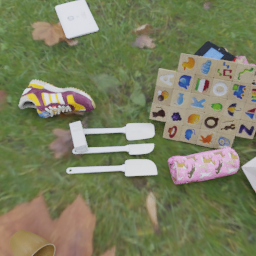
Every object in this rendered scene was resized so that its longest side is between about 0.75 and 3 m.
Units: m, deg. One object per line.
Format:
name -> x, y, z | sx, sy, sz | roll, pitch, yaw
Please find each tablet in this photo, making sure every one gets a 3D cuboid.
tablet -> -1.998, -4.235, 10.794 | 1.247, 0.131, 1.917 | -18, 61, -10

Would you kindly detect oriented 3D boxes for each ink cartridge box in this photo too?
ink cartridge box -> 4.434, 0.981, 7.080 | 2.623, 0.885, 1.528 | -28, 88, -15

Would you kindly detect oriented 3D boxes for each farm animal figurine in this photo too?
farm animal figurine -> 3.761, -1.406, 8.395 | 2.774, 1.446, 2.743 | 16, 61, 9

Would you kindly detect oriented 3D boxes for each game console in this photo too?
game console -> 2.353, -1.898, 8.641 | 1.452, 0.255, 1.642 | -49, 34, 17

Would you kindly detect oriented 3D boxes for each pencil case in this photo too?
pencil case -> 1.976, 0.988, 7.430 | 1.789, 0.741, 0.774 | -11, 63, -5

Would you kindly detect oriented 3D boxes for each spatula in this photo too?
spatula -> -0.453, 0.591, 8.012 | 2.482, 0.199, 1.726 | -3, 61, 3

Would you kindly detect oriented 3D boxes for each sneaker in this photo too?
sneaker -> -2.121, -0.680, 8.384 | 2.297, 0.861, 1.035 | 14, 63, 17

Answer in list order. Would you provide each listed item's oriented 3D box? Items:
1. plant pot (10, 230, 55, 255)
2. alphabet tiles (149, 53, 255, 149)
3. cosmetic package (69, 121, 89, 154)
plant pot -> -2.286, 2.774, 6.432 | 0.889, 0.829, 0.829 | 27, 63, 29
alphabet tiles -> 2.154, -0.657, 7.700 | 2.940, 2.446, 0.093 | 11, 21, 6
cosmetic package -> -1.391, 0.267, 7.918 | 0.342, 0.434, 0.807 | -16, 61, -7
